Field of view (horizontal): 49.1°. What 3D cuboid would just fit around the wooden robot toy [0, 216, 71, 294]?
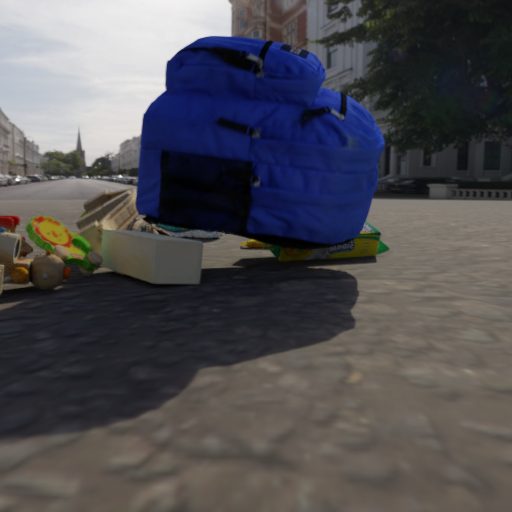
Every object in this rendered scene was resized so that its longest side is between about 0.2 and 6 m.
[{"bbox_3d":[-2.931,0.055,7.214,1.054,1.023,2.322,9,6,-12],"label":"wooden robot toy"}]

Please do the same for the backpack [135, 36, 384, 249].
[{"bbox_3d":[0.234,-1.826,9.343,3.778,3.170,3.070,13,32,3],"label":"backpack"}]

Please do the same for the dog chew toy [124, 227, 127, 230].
[{"bbox_3d":[-3.381,-0.640,14.522,0.630,0.392,0.392,6,6,-15],"label":"dog chew toy"}]

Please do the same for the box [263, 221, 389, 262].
[{"bbox_3d":[1.316,-0.465,10.948,2.391,0.578,1.403,-2,27,-23],"label":"box"}]

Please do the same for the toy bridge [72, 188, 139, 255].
[{"bbox_3d":[-2.807,-0.783,10.794,1.286,0.521,3.825,-30,19,-3],"label":"toy bridge"}]

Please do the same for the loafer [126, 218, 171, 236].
[{"bbox_3d":[-2.116,-0.355,11.138,0.644,0.737,2.049,7,5,-1],"label":"loafer"}]

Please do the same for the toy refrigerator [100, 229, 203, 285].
[{"bbox_3d":[-1.611,0.015,8.339,0.734,0.676,1.932,3,5,-37],"label":"toy refrigerator"}]

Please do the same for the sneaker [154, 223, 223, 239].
[{"bbox_3d":[-1.724,-0.856,14.563,1.929,0.768,0.748,2,7,18],"label":"sneaker"}]

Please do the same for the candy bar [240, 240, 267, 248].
[{"bbox_3d":[0.502,-0.256,12.170,1.705,0.189,0.425,1,10,6],"label":"candy bar"}]

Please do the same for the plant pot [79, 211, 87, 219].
[{"bbox_3d":[-3.706,-0.907,13.931,0.768,0.842,0.846,46,7,11],"label":"plant pot"}]

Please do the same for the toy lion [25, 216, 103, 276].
[{"bbox_3d":[-2.838,-0.191,8.175,0.983,0.337,0.942,15,34,-55],"label":"toy lion"}]
